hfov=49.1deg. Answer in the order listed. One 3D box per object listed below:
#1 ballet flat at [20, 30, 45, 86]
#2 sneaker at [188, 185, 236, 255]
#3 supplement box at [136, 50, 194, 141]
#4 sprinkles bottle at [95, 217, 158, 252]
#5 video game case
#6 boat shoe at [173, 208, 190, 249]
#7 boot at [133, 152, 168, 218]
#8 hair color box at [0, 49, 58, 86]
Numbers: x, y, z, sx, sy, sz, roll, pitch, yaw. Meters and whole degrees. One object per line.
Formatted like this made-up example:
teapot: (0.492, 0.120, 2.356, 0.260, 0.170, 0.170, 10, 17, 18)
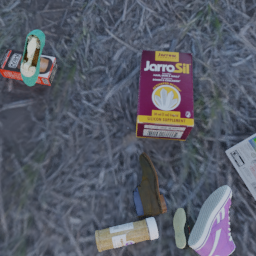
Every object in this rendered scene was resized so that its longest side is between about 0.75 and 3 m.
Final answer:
ballet flat: (-2.968, -2.092, 8.480, 0.600, 0.627, 1.782, 19, 109, -2)
sneaker: (2.786, 2.901, 8.409, 1.263, 0.803, 2.216, 38, 68, -4)
supplement box: (1.241, -1.096, 9.578, 1.798, 1.418, 2.747, 3, 68, 1)
sprinkles bottle: (-0.035, 3.142, 8.287, 1.805, 0.616, 0.616, -12, 68, -4)
video game case: (4.423, 1.144, 8.775, 1.876, 0.226, 2.058, -36, 68, 24)
boat shoe: (1.651, 3.039, 8.476, 0.435, 0.373, 1.190, -26, 47, 36)
boot: (0.474, 1.786, 8.771, 0.972, 0.749, 2.006, -16, 71, -9)
hair color box: (-3.714, -2.279, 10.512, 1.913, 0.586, 0.971, 11, 67, 4)
